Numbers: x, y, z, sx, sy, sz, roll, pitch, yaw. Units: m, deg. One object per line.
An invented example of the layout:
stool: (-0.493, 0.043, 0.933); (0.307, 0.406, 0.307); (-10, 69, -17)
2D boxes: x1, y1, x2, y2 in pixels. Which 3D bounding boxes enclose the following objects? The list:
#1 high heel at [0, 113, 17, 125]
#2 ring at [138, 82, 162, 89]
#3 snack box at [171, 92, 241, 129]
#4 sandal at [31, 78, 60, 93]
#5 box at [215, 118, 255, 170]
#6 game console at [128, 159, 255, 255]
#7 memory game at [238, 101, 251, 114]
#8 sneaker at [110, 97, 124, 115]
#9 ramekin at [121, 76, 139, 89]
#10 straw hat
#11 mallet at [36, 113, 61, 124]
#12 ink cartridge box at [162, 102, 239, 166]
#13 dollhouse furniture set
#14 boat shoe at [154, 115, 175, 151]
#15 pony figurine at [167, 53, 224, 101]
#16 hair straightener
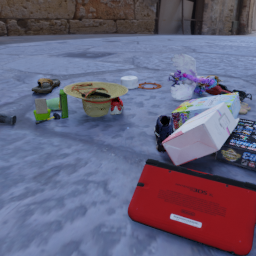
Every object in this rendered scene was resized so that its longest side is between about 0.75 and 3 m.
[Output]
high heel: (-4.999, -0.238, 9.149); (1.679, 0.841, 2.356); (8, 9, 6)
ring: (1.144, -2.289, 15.011); (1.333, 0.128, 1.333); (0, 24, 0)
snack box: (2.746, -0.613, 9.752); (1.991, 0.674, 1.679); (-5, 18, 30)
sandal: (-4.160, -2.288, 14.324); (0.975, 0.651, 2.386); (5, 24, 12)
box: (3.965, 0.513, 7.832); (2.407, 0.598, 2.389); (14, 27, 29)
game console: (1.419, 1.514, 5.906); (2.277, 1.351, 1.962); (11, 57, 21)
memory game: (3.986, -0.952, 11.839); (2.266, 0.144, 2.266); (0, 23, 0)
sneaker: (-0.450, -1.056, 11.426); (0.593, 0.654, 1.541); (-1, 23, -3)
ramekin: (0.069, -2.430, 14.820); (0.992, 0.483, 0.992); (-3, 24, 1)
straw hat: (-1.223, -1.002, 10.790); (2.499, 1.058, 2.499); (2, 23, -1)
mallet: (-2.924, -0.307, 10.337); (0.314, 0.196, 0.954); (21, 36, 33)
ink cartridge box: (2.115, 0.061, 7.827); (1.368, 0.792, 2.348); (-30, 1, 39)
dollhouse furniture set: (-3.075, -1.139, 11.186); (1.296, 0.993, 1.978); (-5, 24, -12)
boat shoe: (1.182, -0.075, 8.813); (0.721, 0.895, 1.931); (1, 24, 3)
pony figurine: (2.885, -2.300, 13.237); (2.412, 2.080, 2.498); (3, 7, -15)
hair straightener: (4.773, -1.738, 12.984); (1.108, 0.589, 2.881); (-8, 18, -19)
